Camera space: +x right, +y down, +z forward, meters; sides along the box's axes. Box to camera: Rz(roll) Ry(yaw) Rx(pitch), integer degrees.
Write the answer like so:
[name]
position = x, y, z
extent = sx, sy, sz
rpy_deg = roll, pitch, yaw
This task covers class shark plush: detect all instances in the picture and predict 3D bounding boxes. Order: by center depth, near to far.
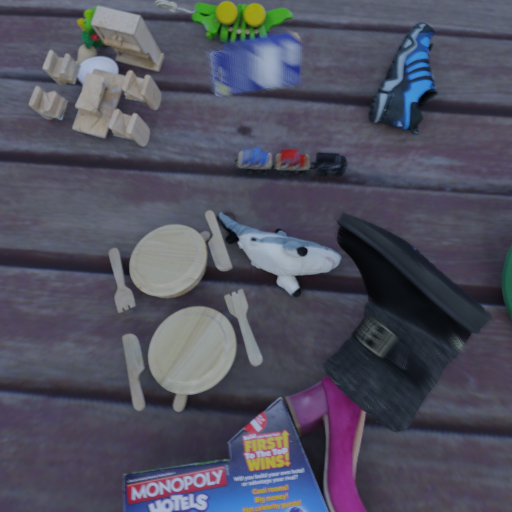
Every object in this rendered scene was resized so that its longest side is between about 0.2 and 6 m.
[shark plush]
position = 0.288, -0.127, 10.090
extent = 2.357, 1.071, 0.982
rpy_deg = 16, 40, 31

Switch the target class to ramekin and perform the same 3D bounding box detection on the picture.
[ramekin]
position = -3.375, -3.834, 12.044
extent = 0.868, 0.404, 0.868
rpy_deg = 0, 62, -1

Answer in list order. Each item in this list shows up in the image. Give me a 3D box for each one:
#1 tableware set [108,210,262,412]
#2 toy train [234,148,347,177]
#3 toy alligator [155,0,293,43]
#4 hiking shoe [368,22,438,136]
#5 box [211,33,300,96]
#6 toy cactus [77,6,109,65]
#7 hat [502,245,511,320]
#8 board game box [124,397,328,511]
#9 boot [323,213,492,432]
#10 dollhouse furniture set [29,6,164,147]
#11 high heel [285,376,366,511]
[tableware set]
position = -1.202, 0.863, 9.396
extent = 2.108, 0.639, 3.188
rpy_deg = -21, 57, 2
[toy train]
position = 0.663, -1.817, 10.851
extent = 2.191, 0.502, 0.374
rpy_deg = 3, 62, 4
[toy alligator]
position = -0.748, -5.184, 12.582
extent = 3.100, 0.919, 0.841
rpy_deg = 5, 102, 3
[hiking shoe]
position = 3.291, -3.689, 11.759
extent = 1.140, 0.978, 2.630
rpy_deg = 26, 74, 6
[box]
position = -0.009, -3.204, 9.414
extent = 1.471, 0.891, 0.238
rpy_deg = -11, 54, -5
[toy cactus]
position = -3.502, -4.676, 12.170
extent = 0.858, 1.384, 1.677
rpy_deg = 16, 15, -21
[hat]
position = 5.874, 0.082, 9.720
extent = 2.608, 2.772, 3.149
rpy_deg = 22, 105, 25
[board game box]
position = -0.207, 3.634, 7.685
extent = 3.031, 0.935, 3.029
rpy_deg = -6, 61, -3
[boot]
position = 1.677, 0.844, 8.173
extent = 2.141, 1.078, 2.864
rpy_deg = -55, 46, 16
[dollhouse furniture set]
position = -2.979, -3.570, 11.624
extent = 2.214, 1.568, 2.410
rpy_deg = 16, 84, 9
[high heel]
position = 1.540, 3.032, 7.977
extent = 1.397, 0.980, 2.905
rpy_deg = -20, 62, -5
